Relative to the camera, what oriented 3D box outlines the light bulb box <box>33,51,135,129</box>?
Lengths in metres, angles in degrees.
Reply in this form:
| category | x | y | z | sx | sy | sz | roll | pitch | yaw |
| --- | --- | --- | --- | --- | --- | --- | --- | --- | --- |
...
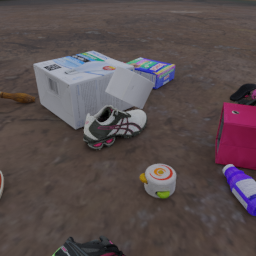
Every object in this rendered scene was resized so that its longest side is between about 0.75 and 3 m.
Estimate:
| category | x | y | z | sx | sy | sz | roll | pitch | yaw |
| --- | --- | --- | --- | --- | --- | --- | --- | --- | --- |
| light bulb box | -1.740 | -1.722 | 11.467 | 2.964 | 1.849 | 2.937 | -25 | 39 | -34 |

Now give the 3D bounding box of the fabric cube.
| category | x | y | z | sx | sy | sz | roll | pitch | yaw |
| --- | --- | --- | --- | --- | --- | --- | --- | --- | --- |
| fabric cube | 3.586 | 0.228 | 8.627 | 1.505 | 1.510 | 1.482 | 9 | 32 | 14 |

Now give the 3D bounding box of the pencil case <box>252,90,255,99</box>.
| category | x | y | z | sx | sy | sz | roll | pitch | yaw |
| --- | --- | --- | --- | --- | --- | --- | --- | --- | --- |
| pencil case | 6.161 | -1.474 | 12.251 | 1.318 | 0.617 | 0.598 | -6 | 38 | -10 |

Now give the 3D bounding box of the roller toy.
| category | x | y | z | sx | sy | sz | roll | pitch | yaw |
| --- | --- | --- | --- | --- | --- | --- | --- | --- | --- |
| roller toy | 0.860 | 1.391 | 7.556 | 0.915 | 0.639 | 0.834 | 24 | 39 | 33 |

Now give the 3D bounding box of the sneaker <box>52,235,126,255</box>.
| category | x | y | z | sx | sy | sz | roll | pitch | yaw |
| --- | --- | --- | --- | --- | --- | --- | --- | --- | --- |
| sneaker | -0.333 | 2.582 | 5.380 | 2.351 | 0.902 | 0.985 | 9 | 37 | 12 |

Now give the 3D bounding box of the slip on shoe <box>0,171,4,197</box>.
| category | x | y | z | sx | sy | sz | roll | pitch | yaw |
| --- | --- | --- | --- | --- | --- | --- | --- | --- | --- |
| slip on shoe | -3.856 | 1.787 | 6.765 | 0.974 | 0.805 | 2.629 | 2 | 30 | 7 |

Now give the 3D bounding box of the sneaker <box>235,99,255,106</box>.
| category | x | y | z | sx | sy | sz | roll | pitch | yaw |
| --- | --- | --- | --- | --- | --- | --- | --- | --- | --- |
| sneaker | 5.055 | -1.105 | 11.954 | 0.986 | 0.296 | 0.514 | -24 | 43 | -28 |

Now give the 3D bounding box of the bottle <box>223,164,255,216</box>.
| category | x | y | z | sx | sy | sz | roll | pitch | yaw |
| --- | --- | --- | --- | --- | --- | --- | --- | --- | --- |
| bottle | 3.063 | 1.571 | 7.384 | 0.651 | 0.509 | 1.559 | -9 | 33 | -12 |

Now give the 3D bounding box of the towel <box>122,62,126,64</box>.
| category | x | y | z | sx | sy | sz | roll | pitch | yaw |
| --- | --- | --- | --- | --- | --- | --- | --- | --- | --- |
| towel | -0.171 | -3.602 | 16.199 | 1.129 | 0.128 | 0.813 | 24 | 38 | 34 |

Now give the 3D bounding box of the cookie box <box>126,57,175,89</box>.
| category | x | y | z | sx | sy | sz | roll | pitch | yaw |
| --- | --- | --- | --- | --- | --- | --- | --- | --- | --- |
| cookie box | 1.028 | -2.856 | 14.305 | 2.152 | 0.809 | 1.840 | 21 | 36 | 29 |

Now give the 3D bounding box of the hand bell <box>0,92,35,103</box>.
| category | x | y | z | sx | sy | sz | roll | pitch | yaw |
| --- | --- | --- | --- | --- | --- | --- | --- | --- | --- |
| hand bell | -5.292 | -1.410 | 11.979 | 2.536 | 1.320 | 1.320 | 6 | 30 | -12 |

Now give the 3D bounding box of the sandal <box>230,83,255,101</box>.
| category | x | y | z | sx | sy | sz | roll | pitch | yaw |
| --- | --- | --- | --- | --- | --- | --- | --- | --- | --- |
| sandal | 5.245 | -1.576 | 12.762 | 1.617 | 0.364 | 0.607 | -33 | 37 | -21 |

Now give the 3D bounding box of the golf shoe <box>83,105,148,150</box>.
| category | x | y | z | sx | sy | sz | roll | pitch | yaw |
| --- | --- | --- | --- | --- | --- | --- | --- | --- | --- |
| golf shoe | -0.309 | -0.239 | 9.718 | 2.746 | 1.209 | 1.060 | -26 | 39 | -38 |

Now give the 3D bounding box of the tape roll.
| category | x | y | z | sx | sy | sz | roll | pitch | yaw |
| --- | --- | --- | --- | --- | --- | --- | --- | --- | --- |
| tape roll | 0.056 | -1.279 | 8.878 | 1.326 | 0.910 | 1.326 | 26 | 5 | -3 |
